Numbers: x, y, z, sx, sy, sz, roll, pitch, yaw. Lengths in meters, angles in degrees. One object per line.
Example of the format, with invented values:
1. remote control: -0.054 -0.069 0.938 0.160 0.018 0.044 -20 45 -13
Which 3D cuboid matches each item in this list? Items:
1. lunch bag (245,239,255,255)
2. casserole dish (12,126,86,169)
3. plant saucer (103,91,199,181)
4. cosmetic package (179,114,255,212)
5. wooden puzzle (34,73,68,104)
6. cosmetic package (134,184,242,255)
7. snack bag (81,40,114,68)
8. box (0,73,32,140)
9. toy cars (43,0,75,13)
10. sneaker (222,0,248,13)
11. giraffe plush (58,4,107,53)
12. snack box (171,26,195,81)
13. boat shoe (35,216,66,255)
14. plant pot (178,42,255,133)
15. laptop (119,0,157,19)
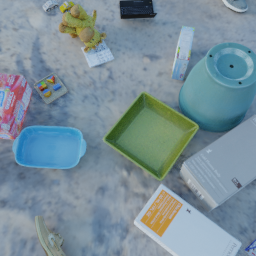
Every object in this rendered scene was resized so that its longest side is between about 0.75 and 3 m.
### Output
1. lunch bag: 4.024 3.404 7.752 1.104 0.684 0.939 -25 68 -25
2. casserole dish: -2.494 0.662 9.072 2.342 0.454 1.418 2 66 2
3. plant saucer: 0.750 0.255 9.193 2.302 0.551 2.299 34 70 14
4. cosmetic package: 3.158 1.046 8.469 2.886 1.301 1.541 -34 67 -11
5. wooden puzzle: -2.811 -1.472 10.116 0.912 0.228 0.985 -34 71 -11
6. cosmetic package: 1.574 2.922 7.806 2.603 0.927 1.320 35 70 13
7. snack bag: -1.178 -2.897 10.832 1.007 0.114 1.068 -21 68 -9
8. box: -4.033 -0.709 9.374 0.945 1.024 1.996 6 67 4
9. toy cars: -2.907 -5.156 11.730 1.370 0.303 0.614 5 66 2
10. sneaker: 4.381 -5.797 11.522 0.828 1.195 1.979 -27 69 -11
11. giraffe plush: -1.609 -3.642 10.648 1.641 1.416 1.331 -14 69 -44
12. snack box: 1.974 -2.677 10.110 0.500 1.246 1.477 10 67 4
13. boat shoe: -2.080 3.251 7.866 0.588 0.650 1.824 -24 76 -18
14. plant pot: 3.017 -1.375 8.981 2.414 2.268 2.414 0 66 -1
15. laptop: 0.378 -4.897 11.331 1.419 0.827 1.601 -3 66 -2
